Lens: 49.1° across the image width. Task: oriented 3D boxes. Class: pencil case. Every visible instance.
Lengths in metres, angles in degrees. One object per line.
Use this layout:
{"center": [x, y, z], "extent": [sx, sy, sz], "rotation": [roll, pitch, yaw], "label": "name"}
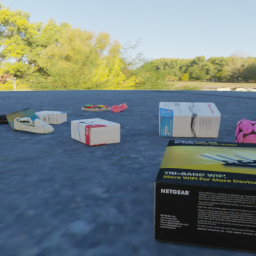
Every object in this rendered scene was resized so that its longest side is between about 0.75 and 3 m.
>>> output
{"center": [3.744, 0.114, 7.428], "extent": [1.685, 0.789, 0.765], "rotation": [2, -6, 6], "label": "pencil case"}

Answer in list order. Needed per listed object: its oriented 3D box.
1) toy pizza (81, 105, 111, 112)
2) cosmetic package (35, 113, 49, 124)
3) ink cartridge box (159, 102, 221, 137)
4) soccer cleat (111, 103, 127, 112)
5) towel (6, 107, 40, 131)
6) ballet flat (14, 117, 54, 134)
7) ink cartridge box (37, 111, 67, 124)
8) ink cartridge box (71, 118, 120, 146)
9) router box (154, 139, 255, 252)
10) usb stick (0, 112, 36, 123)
{"center": [-1.849, -1.201, 16.467], "extent": [1.827, 0.289, 1.827], "rotation": [0, 10, 0], "label": "toy pizza"}
{"center": [-3.831, -0.348, 11.071], "extent": [1.170, 0.475, 0.660], "rotation": [1, 10, 14], "label": "cosmetic package"}
{"center": [1.942, -0.298, 9.151], "extent": [1.829, 0.766, 1.327], "rotation": [1, 23, 6], "label": "ink cartridge box"}
{"center": [-0.559, -1.067, 15.679], "extent": [1.274, 0.425, 0.487], "rotation": [-23, -12, -48], "label": "soccer cleat"}
{"center": [-3.902, -0.349, 10.383], "extent": [1.003, 0.148, 1.368], "rotation": [-21, 34, -25], "label": "towel"}
{"center": [-3.203, -0.106, 9.393], "extent": [1.401, 0.503, 0.503], "rotation": [6, 11, 9], "label": "ballet flat"}
{"center": [-3.197, -0.444, 11.653], "extent": [1.053, 0.444, 0.769], "rotation": [3, 10, 15], "label": "ink cartridge box"}
{"center": [-0.977, 0.090, 8.235], "extent": [0.985, 0.571, 1.334], "rotation": [-7, 14, -34], "label": "ink cartridge box"}
{"center": [1.850, 0.767, 3.779], "extent": [2.799, 0.731, 2.201], "rotation": [2, 10, 11], "label": "router box"}
{"center": [-4.979, -0.420, 11.528], "extent": [2.512, 0.410, 0.697], "rotation": [-5, 1, -29], "label": "usb stick"}
